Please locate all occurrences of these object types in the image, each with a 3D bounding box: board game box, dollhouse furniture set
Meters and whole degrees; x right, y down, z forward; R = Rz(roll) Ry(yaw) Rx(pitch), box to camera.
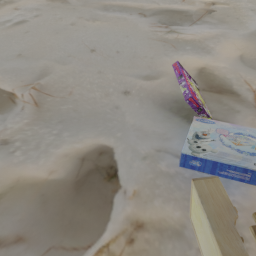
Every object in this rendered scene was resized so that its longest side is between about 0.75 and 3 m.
[{"bbox_3d":[2.098,-1.231,9.259,1.281,0.345,2.134,34,31,-31],"label":"board game box"},{"bbox_3d":[2.705,0.542,7.455,2.299,0.499,2.287,13,30,16],"label":"board game box"},{"bbox_3d":[2.741,1.776,4.825,2.874,2.518,1.909,-7,34,-1],"label":"dollhouse furniture set"}]
